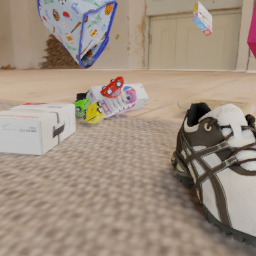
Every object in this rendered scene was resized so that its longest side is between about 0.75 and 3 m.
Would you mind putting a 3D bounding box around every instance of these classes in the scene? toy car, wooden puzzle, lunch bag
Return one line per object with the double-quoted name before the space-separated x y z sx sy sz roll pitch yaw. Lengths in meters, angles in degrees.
"toy car" -1.147 -0.722 8.891 1.975 0.468 2.099 -10 37 39
"wooden puzzle" 2.950 -0.616 9.327 2.144 0.496 1.985 14 20 29
"lunch bag" -1.492 -3.050 7.876 1.422 2.297 1.953 -36 76 -31

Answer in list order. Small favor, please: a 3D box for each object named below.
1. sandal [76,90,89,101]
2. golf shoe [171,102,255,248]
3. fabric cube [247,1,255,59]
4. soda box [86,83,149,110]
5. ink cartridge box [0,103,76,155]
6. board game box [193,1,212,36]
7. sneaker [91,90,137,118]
"sandal" -0.945 -1.319 11.689 2.872 0.615 1.092 10 17 33
"golf shoe" 1.317 0.398 3.604 1.083 1.316 2.786 -3 16 -17
"fabric cube" 3.713 -2.391 6.826 1.145 1.148 1.126 10 -5 38
"soda box" -0.362 -1.060 9.999 2.148 0.732 0.684 -10 -28 -33
"ink cartridge box" -2.151 -0.059 6.422 1.320 0.766 1.830 3 15 11
"board game box" 2.067 -3.028 7.744 0.171 0.650 0.850 -28 37 41
"sneaker" -0.494 -0.638 9.129 1.662 0.668 0.735 -22 -18 -14
